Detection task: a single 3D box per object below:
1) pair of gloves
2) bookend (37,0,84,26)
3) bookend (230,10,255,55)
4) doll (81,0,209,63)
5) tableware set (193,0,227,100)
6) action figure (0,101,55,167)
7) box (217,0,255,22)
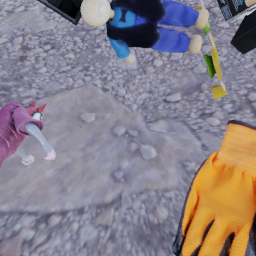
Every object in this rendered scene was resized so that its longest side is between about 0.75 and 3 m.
[{"bbox_3d":[1.500,0.902,2.349,2.060,0.255,1.836,23,63,19],"label":"pair of gloves"},{"bbox_3d":[-1.730,-3.905,7.626,1.500,1.509,0.695,25,16,-35],"label":"bookend"},{"bbox_3d":[3.251,-2.542,6.922,0.498,1.075,1.082,36,70,-11],"label":"bookend"},{"bbox_3d":[0.322,-2.001,5.103,2.467,1.683,0.598,-3,25,-29],"label":"doll"},{"bbox_3d":[1.844,-1.792,6.461,0.348,1.528,2.268,-15,79,23],"label":"tableware set"},{"bbox_3d":[-1.489,0.151,3.100,1.175,1.057,1.578,41,45,-19],"label":"action figure"},{"bbox_3d":[3.765,-3.763,7.073,2.632,0.791,1.535,-20,6,45],"label":"box"}]
